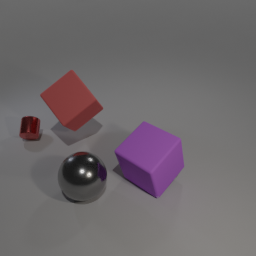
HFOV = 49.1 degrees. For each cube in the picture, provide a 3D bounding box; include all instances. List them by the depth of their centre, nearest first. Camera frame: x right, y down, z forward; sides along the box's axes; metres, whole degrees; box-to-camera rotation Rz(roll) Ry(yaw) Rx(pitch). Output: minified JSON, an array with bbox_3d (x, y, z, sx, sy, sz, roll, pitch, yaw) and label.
[{"bbox_3d":[0.683,0.929,8.384,1.400,1.400,1.400,27,60,35],"label":"cube"},{"bbox_3d":[-1.930,-0.915,9.896,1.400,1.400,1.400,-39,80,-1],"label":"cube"}]

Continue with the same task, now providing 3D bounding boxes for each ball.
[{"bbox_3d":[-1.297,1.373,8.028,1.400,1.400,1.400,0,33,0],"label":"ball"}]

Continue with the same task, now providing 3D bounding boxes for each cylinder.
[{"bbox_3d":[-3.672,0.007,10.500,0.700,0.700,0.700,-1,65,-2],"label":"cylinder"}]
